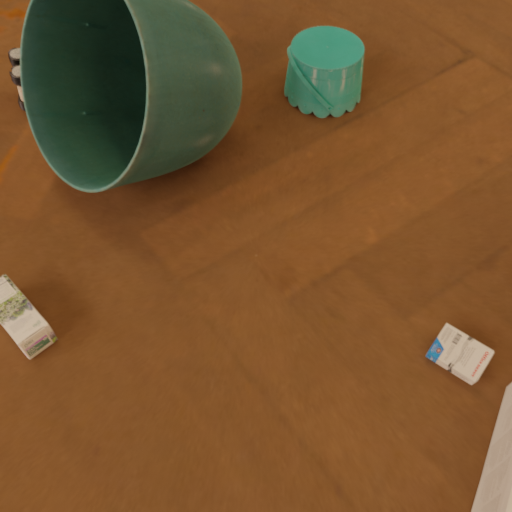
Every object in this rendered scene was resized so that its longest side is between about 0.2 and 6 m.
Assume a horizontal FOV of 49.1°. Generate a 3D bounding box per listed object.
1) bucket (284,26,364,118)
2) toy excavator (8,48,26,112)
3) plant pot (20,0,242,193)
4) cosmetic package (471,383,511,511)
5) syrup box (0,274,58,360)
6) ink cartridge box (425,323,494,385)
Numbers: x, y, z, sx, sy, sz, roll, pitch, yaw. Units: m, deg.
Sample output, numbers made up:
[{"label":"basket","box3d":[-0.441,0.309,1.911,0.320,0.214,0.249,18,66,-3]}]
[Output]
[{"label":"bucket","box3d":[1.430,-3.893,11.760,1.768,1.151,1.768,0,53,0]},{"label":"toy excavator","box3d":[-4.089,-3.557,11.718,1.836,0.917,1.785,-11,59,-15]},{"label":"plant pot","box3d":[-1.946,-3.012,9.823,3.485,3.485,2.796,40,35,25]},{"label":"cosmetic package","box3d":[3.251,2.916,6.681,0.874,1.425,3.451,23,58,16]},{"label":"syrup box","box3d":[-3.689,0.932,8.654,0.515,0.533,1.308,-38,63,-24]},{"label":"ink cartridge box","box3d":[3.016,1.462,8.320,0.782,0.330,0.571,33,79,20]}]
